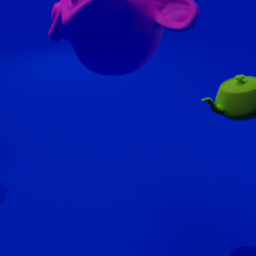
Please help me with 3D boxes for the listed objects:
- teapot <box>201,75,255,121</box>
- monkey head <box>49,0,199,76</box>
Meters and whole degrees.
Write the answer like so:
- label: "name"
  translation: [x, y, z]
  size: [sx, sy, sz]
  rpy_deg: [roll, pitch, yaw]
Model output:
- label: "teapot"
  translation: [1.586, -0.460, 4.007]
  size: [1.189, 0.582, 0.739]
  rpy_deg: [-22, 29, -10]
- label: "monkey head"
  translation: [-0.159, -1.229, 2.942]
  size: [1.083, 1.293, 1.797]
  rpy_deg: [17, -10, -35]
